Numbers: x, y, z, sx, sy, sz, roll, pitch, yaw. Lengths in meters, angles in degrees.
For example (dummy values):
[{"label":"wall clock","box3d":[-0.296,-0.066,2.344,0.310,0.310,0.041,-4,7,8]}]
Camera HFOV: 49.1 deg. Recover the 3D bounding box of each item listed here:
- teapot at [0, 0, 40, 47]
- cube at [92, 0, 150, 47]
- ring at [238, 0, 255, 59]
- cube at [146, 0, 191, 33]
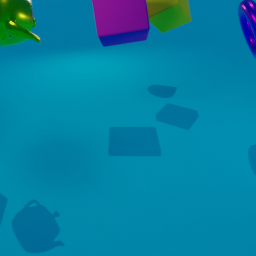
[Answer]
[{"label":"teapot","box3d":[-2.130,-2.010,5.188,0.855,1.086,1.747,-1,39,-38]},{"label":"cube","box3d":[-0.199,-3.205,7.886,1.388,1.388,1.388,-8,5,2]},{"label":"ring","box3d":[3.157,-2.399,6.969,0.325,1.625,1.625,-22,26,18]},{"label":"cube","box3d":[1.301,-4.024,9.222,1.110,1.110,1.110,-14,-17,32]}]
